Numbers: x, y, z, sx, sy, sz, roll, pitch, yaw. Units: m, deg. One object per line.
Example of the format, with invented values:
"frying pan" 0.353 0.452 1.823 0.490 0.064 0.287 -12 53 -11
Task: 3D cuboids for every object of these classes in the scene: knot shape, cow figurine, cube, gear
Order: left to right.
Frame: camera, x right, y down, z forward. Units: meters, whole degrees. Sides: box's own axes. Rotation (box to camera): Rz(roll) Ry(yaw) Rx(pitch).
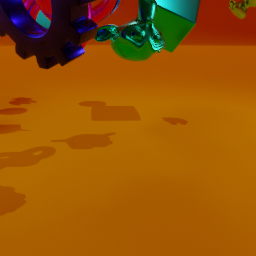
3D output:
"gear" -1.064 -1.494 3.134 1.633 1.633 0.302 12 39 33
"knot shape" -1.017 -1.873 4.411 1.736 1.624 0.802 20 16 -48
"cube" 1.074 -3.275 7.923 1.380 1.380 1.380 21 -24 -12
"cow figurine" 3.084 -3.235 6.954 0.571 1.040 1.024 38 -3 -20

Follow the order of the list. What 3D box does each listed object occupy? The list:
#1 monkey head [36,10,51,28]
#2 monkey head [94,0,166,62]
"monkey head" -2.155 -2.398 6.433 1.367 0.984 0.824 30 28 -29
"monkey head" 0.192 -1.974 5.726 1.646 1.184 0.992 2 8 -27
